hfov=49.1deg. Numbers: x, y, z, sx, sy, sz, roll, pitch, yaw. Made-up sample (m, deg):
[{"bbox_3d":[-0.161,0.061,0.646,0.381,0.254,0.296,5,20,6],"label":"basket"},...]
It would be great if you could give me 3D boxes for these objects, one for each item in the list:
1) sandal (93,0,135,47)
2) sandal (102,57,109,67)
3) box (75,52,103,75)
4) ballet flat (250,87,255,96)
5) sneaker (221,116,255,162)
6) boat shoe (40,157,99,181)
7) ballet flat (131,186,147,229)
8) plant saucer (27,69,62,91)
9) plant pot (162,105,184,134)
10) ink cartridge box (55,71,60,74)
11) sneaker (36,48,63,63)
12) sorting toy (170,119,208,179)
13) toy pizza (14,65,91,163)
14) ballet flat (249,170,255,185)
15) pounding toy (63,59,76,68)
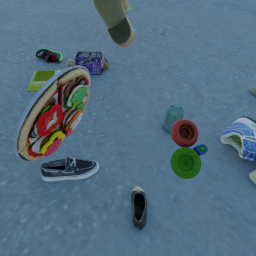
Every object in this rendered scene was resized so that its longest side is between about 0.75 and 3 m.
[{"bbox_3d":[-0.351,-3.785,9.243,1.033,0.927,2.818,-24,73,21],"label":"sandal"},{"bbox_3d":[-1.195,-3.120,13.652,0.385,0.429,1.170,-32,32,10],"label":"sandal"},{"bbox_3d":[-1.792,-3.001,12.998,1.204,0.891,0.628,1,40,3],"label":"box"},{"bbox_3d":[5.745,-1.371,11.237,0.611,0.578,1.813,-21,43,-24],"label":"ballet flat"},{"bbox_3d":[4.050,0.747,8.412,1.110,1.091,2.883,-26,37,-16],"label":"sneaker"},{"bbox_3d":[-1.699,1.121,8.183,1.677,0.569,0.602,-5,39,-6],"label":"boat shoe"},{"bbox_3d":[0.311,2.010,7.260,0.419,0.358,1.260,-1,39,-2],"label":"ballet flat"},{"bbox_3d":[-3.604,-2.185,12.407,1.503,0.360,1.506,-2,39,-3],"label":"plant saucer"},{"bbox_3d":[1.613,-0.315,9.779,0.805,0.789,0.805,0,40,0],"label":"plant pot"},{"bbox_3d":[-2.547,-2.294,12.312,0.902,0.229,1.024,18,15,21],"label":"ink cartridge box"},{"bbox_3d":[-4.014,-3.607,14.004,1.463,0.562,0.613,11,36,15],"label":"sneaker"},{"bbox_3d":[1.126,0.433,5.485,0.708,0.484,1.179,8,73,-7],"label":"sorting toy"},{"bbox_3d":[-1.479,-0.221,6.145,0.387,2.445,2.445,32,47,10],"label":"toy pizza"},{"bbox_3d":[4.425,1.599,7.501,2.226,0.694,0.751,29,48,31],"label":"ballet flat"},{"bbox_3d":[-2.760,-3.082,13.647,0.762,0.437,0.436,19,14,8],"label":"pounding toy"}]
